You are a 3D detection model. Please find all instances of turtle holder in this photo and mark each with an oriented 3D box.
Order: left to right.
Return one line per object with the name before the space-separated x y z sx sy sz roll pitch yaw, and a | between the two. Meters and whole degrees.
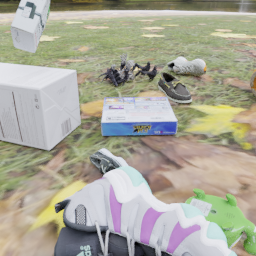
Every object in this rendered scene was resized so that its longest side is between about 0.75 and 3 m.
turtle holder | 1.325 1.437 4.126 1.082 0.769 0.822 0 26 -1

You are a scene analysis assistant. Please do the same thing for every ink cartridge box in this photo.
ink cartridge box | -2.355 -2.651 6.853 0.539 1.298 0.951 17 -17 -12

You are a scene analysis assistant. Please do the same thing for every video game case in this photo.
video game case | 0.268 -0.376 8.004 1.976 0.449 1.791 -1 27 -1

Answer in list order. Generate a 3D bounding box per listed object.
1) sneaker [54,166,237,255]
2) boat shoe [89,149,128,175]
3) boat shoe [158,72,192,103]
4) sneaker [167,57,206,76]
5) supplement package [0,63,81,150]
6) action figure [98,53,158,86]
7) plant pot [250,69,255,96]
sneaker | -0.135 1.582 3.649 1.942 1.079 2.776 -19 21 -28
boat shoe | -0.378 0.823 5.780 0.457 0.464 1.287 -26 26 -26
boat shoe | 1.628 -1.458 9.951 0.713 0.602 2.000 -10 29 -18
sneaker | 2.501 -2.582 12.180 0.910 0.749 1.979 -23 27 -25
supplement package | -2.823 -0.672 7.314 2.667 1.597 1.617 10 29 18
action figure | -0.043 -2.338 11.149 2.231 1.138 1.326 -9 39 -21
plant pot | 5.205 -1.820 9.367 1.918 2.095 2.095 -34 40 -24
